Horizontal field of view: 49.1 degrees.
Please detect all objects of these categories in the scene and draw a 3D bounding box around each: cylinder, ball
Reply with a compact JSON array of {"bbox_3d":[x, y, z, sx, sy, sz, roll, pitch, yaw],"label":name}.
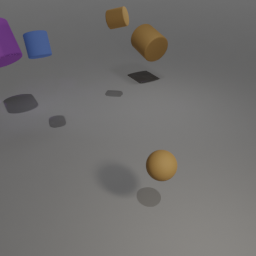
[{"bbox_3d":[-2.699,-2.480,8.368,0.700,0.700,0.700,-11,11,2],"label":"cylinder"},{"bbox_3d":[-4.852,-3.096,10.322,1.400,1.400,1.400,-23,6,3],"label":"cylinder"},{"bbox_3d":[-0.399,-4.143,10.552,0.700,0.700,0.700,-4,28,20],"label":"cylinder"},{"bbox_3d":[0.749,0.836,6.258,0.700,0.700,0.700,0,31,0],"label":"ball"},{"bbox_3d":[1.073,-4.325,14.225,1.400,1.400,1.400,-17,51,-26],"label":"cylinder"}]
